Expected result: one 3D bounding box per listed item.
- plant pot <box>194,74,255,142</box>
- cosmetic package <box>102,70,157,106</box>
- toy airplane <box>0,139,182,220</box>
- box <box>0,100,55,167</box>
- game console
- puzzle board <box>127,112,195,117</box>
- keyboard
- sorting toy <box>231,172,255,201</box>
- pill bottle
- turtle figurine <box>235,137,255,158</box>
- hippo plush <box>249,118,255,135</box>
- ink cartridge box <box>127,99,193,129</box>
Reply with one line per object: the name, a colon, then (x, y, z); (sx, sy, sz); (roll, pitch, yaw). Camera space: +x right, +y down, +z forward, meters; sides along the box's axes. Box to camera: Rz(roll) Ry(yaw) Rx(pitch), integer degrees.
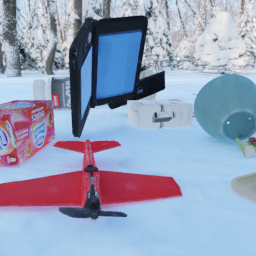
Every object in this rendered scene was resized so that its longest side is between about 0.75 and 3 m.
plant pot: (2.629, -0.320, 7.042); (1.758, 1.758, 1.184); (1, 30, 3)
cosmetic package: (-0.191, -1.939, 13.570); (2.941, 1.547, 1.045); (0, -29, -6)
toy airplane: (-0.606, 0.701, 4.713); (2.930, 0.539, 2.930); (2, 13, 0)
box: (-2.547, 0.007, 6.484); (1.049, 1.095, 2.197); (1, 13, 5)
game console: (-0.482, -1.329, 7.427); (1.594, 2.739, 2.409); (9, 43, 1)
puzzle board: (1.366, -0.762, 11.710); (2.623, 0.228, 1.977); (1, 15, 5)
keyboard: (0.284, -1.694, 10.876); (2.555, 1.624, 0.263); (-22, 51, -10)
sorting toy: (2.775, 0.937, 4.144); (1.673, 0.330, 1.808); (-7, 15, -28)
pill bottle: (-2.869, -1.578, 12.635); (2.554, 1.455, 1.455); (-2, 13, -7)
turtle figurine: (3.060, 0.060, 6.146); (1.313, 1.354, 0.974); (-20, 42, 12)
hippo plush: (3.933, -0.507, 8.205); (1.317, 1.329, 1.653); (-4, 13, -15)
ink cartridge box: (1.027, -0.506, 9.430); (1.871, 0.775, 1.373); (-3, 13, -14)
